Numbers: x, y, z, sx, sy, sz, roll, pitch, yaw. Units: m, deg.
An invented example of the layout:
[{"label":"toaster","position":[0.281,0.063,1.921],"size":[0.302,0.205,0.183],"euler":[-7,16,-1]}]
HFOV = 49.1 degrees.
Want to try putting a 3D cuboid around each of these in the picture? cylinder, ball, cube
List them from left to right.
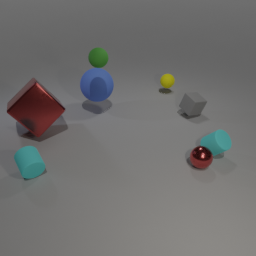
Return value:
[{"label":"cylinder","position":[-2.896,1.008,8.245],"size":[0.700,0.700,0.700],"euler":[-19,51,-30]},{"label":"cube","position":[-3.326,-0.772,10.113],"size":[1.400,1.400,1.400],"euler":[-46,27,-3]},{"label":"ball","position":[-1.300,-1.801,11.728],"size":[1.400,1.400,1.400],"euler":[0,30,0]},{"label":"ball","position":[-1.034,-2.452,9.790],"size":[0.700,0.700,0.700],"euler":[0,30,0]},{"label":"ball","position":[1.933,-2.299,13.710],"size":[0.700,0.700,0.700],"euler":[0,30,0]},{"label":"cube","position":[2.677,-0.998,11.554],"size":[0.700,0.700,0.700],"euler":[-7,44,-33]},{"label":"ball","position":[2.253,0.897,8.605],"size":[0.700,0.700,0.700],"euler":[0,30,0]},{"label":"cylinder","position":[2.836,0.491,9.053],"size":[0.700,0.700,0.700],"euler":[14,61,-26]}]
